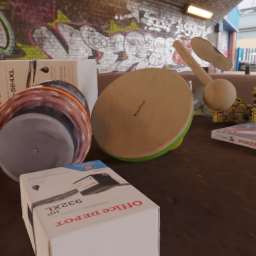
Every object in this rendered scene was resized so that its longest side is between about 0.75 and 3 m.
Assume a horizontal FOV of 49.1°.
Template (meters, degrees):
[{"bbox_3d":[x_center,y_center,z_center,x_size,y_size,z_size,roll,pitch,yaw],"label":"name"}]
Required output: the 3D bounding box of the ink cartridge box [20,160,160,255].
[{"bbox_3d":[-0.490,0.913,2.998,1.057,0.610,1.457,-7,15,-28],"label":"ink cartridge box"}]

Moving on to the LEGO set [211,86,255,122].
[{"bbox_3d":[3.425,-0.712,8.280,1.406,1.059,1.828,-2,2,-33],"label":"LEGO set"}]

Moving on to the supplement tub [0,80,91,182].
[{"bbox_3d":[-1.430,-0.037,5.056,1.546,1.546,2.891,-2,13,-8],"label":"supplement tub"}]

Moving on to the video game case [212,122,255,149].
[{"bbox_3d":[3.485,0.189,6.906,2.088,0.240,1.902,-10,16,-36],"label":"video game case"}]

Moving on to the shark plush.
[{"bbox_3d":[2.055,-1.112,10.282,2.921,1.217,1.327,1,13,6],"label":"shark plush"}]

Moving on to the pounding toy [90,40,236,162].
[{"bbox_3d":[0.685,-0.265,6.168,2.844,1.320,2.195,-35,53,-1],"label":"pounding toy"}]

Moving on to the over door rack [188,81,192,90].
[{"bbox_3d":[2.329,-2.039,13.922,2.507,0.835,1.852,28,25,28],"label":"over door rack"}]

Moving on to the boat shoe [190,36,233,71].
[{"bbox_3d":[2.527,-2.272,8.633,1.515,0.550,0.475,34,20,-6],"label":"boat shoe"}]

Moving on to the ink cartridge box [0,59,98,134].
[{"bbox_3d":[-2.218,-0.825,7.461,2.671,1.950,1.126,3,16,18],"label":"ink cartridge box"}]
